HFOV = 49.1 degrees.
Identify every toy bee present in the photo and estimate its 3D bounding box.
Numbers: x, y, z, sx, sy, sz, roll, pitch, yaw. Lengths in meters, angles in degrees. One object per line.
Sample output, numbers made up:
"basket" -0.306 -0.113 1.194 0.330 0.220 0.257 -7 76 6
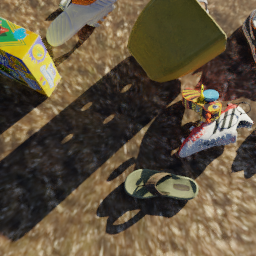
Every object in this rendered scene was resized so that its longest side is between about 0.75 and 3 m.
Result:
"toy bee" 2.267 -0.642 8.002 1.049 1.929 1.263 -42 118 -34

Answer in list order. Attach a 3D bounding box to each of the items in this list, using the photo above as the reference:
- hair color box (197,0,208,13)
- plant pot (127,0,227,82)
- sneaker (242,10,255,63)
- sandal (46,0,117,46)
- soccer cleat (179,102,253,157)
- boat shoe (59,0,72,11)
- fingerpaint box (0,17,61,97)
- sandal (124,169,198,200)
"hair color box" 2.151 -4.076 9.694 1.135 0.348 0.576 -1 72 -1
"plant pot" 1.275 -2.517 8.187 2.207 2.158 2.144 -39 83 17
"sneaker" 4.537 -2.707 8.938 0.995 1.008 2.538 -20 75 -8
"sandal" -1.429 -3.799 9.415 3.035 0.870 1.163 -36 74 11
"soccer cleat" 2.528 0.203 8.078 2.398 0.823 1.022 -34 60 -15
"boat shoe" -1.980 -4.504 9.841 0.315 0.362 0.982 43 81 6
"fingerpaint box" -3.188 -2.023 8.007 1.936 2.320 0.851 26 75 7
"sandal" 0.929 1.552 7.786 2.089 0.596 0.829 3 73 1
